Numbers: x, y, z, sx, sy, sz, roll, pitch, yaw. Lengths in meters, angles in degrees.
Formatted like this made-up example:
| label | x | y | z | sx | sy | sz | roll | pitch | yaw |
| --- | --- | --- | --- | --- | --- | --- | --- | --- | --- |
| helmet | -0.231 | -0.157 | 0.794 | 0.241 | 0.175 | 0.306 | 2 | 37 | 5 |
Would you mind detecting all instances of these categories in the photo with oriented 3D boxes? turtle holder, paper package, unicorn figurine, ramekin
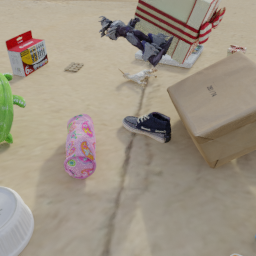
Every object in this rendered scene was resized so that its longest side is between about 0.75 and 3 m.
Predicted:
| label | x | y | z | sx | sy | sz | roll | pitch | yaw |
| --- | --- | --- | --- | --- | --- | --- | --- | --- | --- |
| turtle holder | -4.327 | -0.818 | 7.822 | 1.965 | 2.102 | 2.767 | -1 | 60 | -44 |
| paper package | 2.758 | -0.631 | 7.879 | 2.566 | 1.393 | 2.693 | -27 | 36 | 10 |
| unicorn figurine | 0.487 | -2.145 | 11.497 | 1.047 | 0.563 | 1.525 | 20 | 25 | 40 |
| ramekin | -2.824 | 1.919 | 5.674 | 1.681 | 0.783 | 1.681 | 0 | 35 | 0 |

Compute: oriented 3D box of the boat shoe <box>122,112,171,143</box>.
| label | x | y | z | sx | sy | sz | roll | pitch | yaw |
| --- | --- | --- | --- | --- | --- | --- | --- | --- | --- |
| boat shoe | 0.572 | -0.218 | 8.578 | 1.701 | 0.789 | 0.635 | 20 | 41 | 24 |

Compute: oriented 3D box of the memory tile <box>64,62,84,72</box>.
| label | x | y | z | sx | sy | sz | roll | pitch | yaw |
| --- | --- | --- | --- | --- | --- | --- | --- | --- | --- |
| memory tile | -2.416 | -2.750 | 12.631 | 0.668 | 0.073 | 0.872 | 10 | 37 | 13 |

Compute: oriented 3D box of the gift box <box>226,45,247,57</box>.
| label | x | y | z | sx | sy | sz | roll | pitch | yaw |
| --- | --- | --- | --- | --- | --- | --- | --- | --- | --- |
| gift box | 4.969 | -3.350 | 12.843 | 0.775 | 0.785 | 0.840 | 20 | 39 | 25 |

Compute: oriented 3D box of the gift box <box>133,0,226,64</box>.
| label | x | y | z | sx | sy | sz | roll | pitch | yaw |
| --- | --- | --- | --- | --- | --- | --- | --- | --- | --- |
| gift box | 1.592 | -3.355 | 8.441 | 2.203 | 2.360 | 2.177 | 30 | 54 | 10 |

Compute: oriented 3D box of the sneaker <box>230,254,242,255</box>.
| label | x | y | z | sx | sy | sz | roll | pitch | yaw |
| --- | --- | --- | --- | --- | --- | --- | --- | --- | --- |
| sneaker | 1.776 | 2.608 | 4.967 | 1.370 | 0.537 | 0.544 | 2 | 40 | -16 |

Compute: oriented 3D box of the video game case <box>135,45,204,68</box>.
| label | x | y | z | sx | sy | sz | roll | pitch | yaw |
| --- | --- | --- | --- | --- | --- | --- | --- | --- | --- |
| video game case | 2.077 | -3.737 | 13.781 | 2.742 | 0.320 | 2.493 | 15 | 39 | 21 |

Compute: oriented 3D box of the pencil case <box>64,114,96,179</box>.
| label | x | y | z | sx | sy | sz | roll | pitch | yaw |
| --- | --- | --- | --- | --- | --- | --- | --- | --- | --- |
| pencil case | -1.309 | 0.442 | 7.677 | 0.875 | 0.875 | 2.002 | -5 | 36 | -7 |

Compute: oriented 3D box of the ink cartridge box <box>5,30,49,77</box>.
| label | x | y | z | sx | sy | sz | roll | pitch | yaw |
| --- | --- | --- | --- | --- | --- | --- | --- | --- | --- |
| ink cartridge box | -4.328 | -3.262 | 12.139 | 0.704 | 1.473 | 1.678 | 14 | 39 | 18 |

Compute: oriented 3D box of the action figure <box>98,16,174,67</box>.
| label | x | y | z | sx | sy | sz | roll | pitch | yaw |
| --- | --- | --- | --- | --- | --- | --- | --- | --- | --- |
| action figure | 0.106 | -2.515 | 7.529 | 2.072 | 0.719 | 1.348 | 30 | 49 | 7 |
